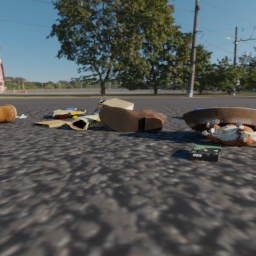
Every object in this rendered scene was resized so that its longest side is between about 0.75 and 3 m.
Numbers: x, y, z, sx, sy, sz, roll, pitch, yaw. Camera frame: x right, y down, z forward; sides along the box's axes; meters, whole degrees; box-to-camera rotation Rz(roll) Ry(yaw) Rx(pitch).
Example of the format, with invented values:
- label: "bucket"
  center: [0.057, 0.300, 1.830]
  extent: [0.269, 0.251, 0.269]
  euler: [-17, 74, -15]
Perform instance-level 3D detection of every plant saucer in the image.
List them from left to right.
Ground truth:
- label: "plant saucer"
  center: [2.779, -0.127, 7.979]
  extent: [2.424, 0.389, 2.424]
  euler: [3, -10, 1]

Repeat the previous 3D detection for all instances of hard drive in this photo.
- label: "hard drive"
  center: [1.679, 0.528, 5.967]
  extent: [0.606, 0.164, 0.867]
  euler: [3, 9, 22]

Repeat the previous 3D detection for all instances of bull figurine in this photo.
- label: "bull figurine"
  center: [2.688, 0.145, 7.020]
  extent: [1.650, 0.537, 1.002]
  euler: [0, -16, 35]

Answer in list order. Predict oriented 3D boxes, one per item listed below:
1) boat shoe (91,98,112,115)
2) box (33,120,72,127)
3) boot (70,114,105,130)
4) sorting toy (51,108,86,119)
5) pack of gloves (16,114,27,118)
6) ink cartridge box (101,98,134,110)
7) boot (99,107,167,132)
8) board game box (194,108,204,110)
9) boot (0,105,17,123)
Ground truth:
- label: "boat shoe"
  center: [-1.255, -0.924, 13.422]
  extent: [0.790, 1.014, 2.233]
  euler: [2, 8, 16]
- label: "box"
  center: [-2.981, -0.182, 11.278]
  extent: [1.014, 0.132, 1.240]
  euler: [5, 10, 37]
- label: "boot"
  center: [-1.357, -0.208, 10.183]
  extent: [1.355, 0.488, 1.048]
  euler: [-4, 7, 3]
- label: "sorting toy"
  center: [-3.016, -0.693, 14.187]
  extent: [1.639, 0.397, 2.912]
  euler: [-7, 9, -16]
- label: "pack of gloves"
  center: [-5.585, -0.617, 14.418]
  extent: [0.635, 0.149, 0.756]
  euler: [0, 7, -8]
- label: "ink cartridge box"
  center: [-0.400, -0.775, 10.745]
  extent: [0.873, 0.398, 1.060]
  euler: [19, 23, 20]
- label: "boot"
  center: [0.281, -0.417, 10.467]
  extent: [2.317, 0.799, 2.487]
  euler: [14, 13, 6]
- label: "board game box"
  center: [4.824, -0.627, 13.093]
  extent: [2.497, 0.514, 2.491]
  euler: [-3, 8, -22]
- label: "boot"
  center: [-5.728, -0.518, 11.280]
  extent: [2.062, 0.791, 1.601]
  euler: [3, 8, 24]
